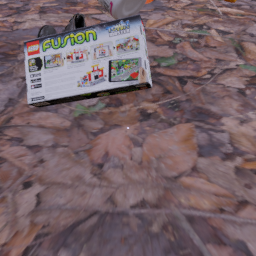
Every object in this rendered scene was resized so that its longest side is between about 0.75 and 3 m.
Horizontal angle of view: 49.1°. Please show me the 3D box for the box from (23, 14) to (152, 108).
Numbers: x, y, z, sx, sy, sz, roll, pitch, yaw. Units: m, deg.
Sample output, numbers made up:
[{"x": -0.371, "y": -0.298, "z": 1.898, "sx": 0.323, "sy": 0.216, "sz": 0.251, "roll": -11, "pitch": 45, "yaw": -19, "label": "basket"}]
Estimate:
[{"x": -0.573, "y": -0.873, "z": 3.818, "sx": 1.695, "sy": 0.294, "sz": 0.933, "roll": -8, "pitch": 82, "yaw": 13, "label": "box"}]

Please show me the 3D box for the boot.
[{"x": -1.414, "y": -1.986, "z": 6.262, "sx": 0.623, "sy": 1.567, "sz": 1.800, "roll": 8, "pitch": 59, "yaw": -40, "label": "boot"}]

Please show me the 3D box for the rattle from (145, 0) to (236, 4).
[{"x": 1.724, "y": -4.142, "z": 8.875, "sx": 2.555, "sy": 1.825, "sz": 1.663, "roll": -33, "pitch": 34, "yaw": 23, "label": "rattle"}]

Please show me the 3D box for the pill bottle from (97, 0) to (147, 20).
[{"x": -0.608, "y": -4.509, "z": 8.341, "sx": 1.379, "sy": 1.379, "sz": 2.433, "roll": -33, "pitch": 77, "yaw": -33, "label": "pill bottle"}]
